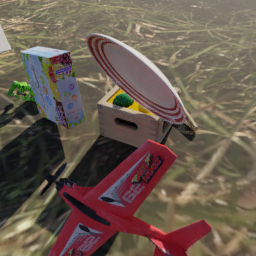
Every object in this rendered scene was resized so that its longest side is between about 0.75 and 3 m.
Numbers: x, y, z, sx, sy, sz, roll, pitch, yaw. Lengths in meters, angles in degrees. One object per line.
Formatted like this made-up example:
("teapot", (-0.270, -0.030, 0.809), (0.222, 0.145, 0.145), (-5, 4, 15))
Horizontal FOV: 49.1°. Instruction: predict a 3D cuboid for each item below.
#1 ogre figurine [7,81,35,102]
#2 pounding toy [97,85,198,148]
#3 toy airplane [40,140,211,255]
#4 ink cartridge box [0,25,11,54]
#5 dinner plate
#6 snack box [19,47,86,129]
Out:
("ogre figurine", (-3.255, -1.145, 8.660), (0.882, 0.529, 0.433), (23, 29, 10))
("pounding toy", (0.842, -0.674, 7.673), (2.299, 1.198, 2.617), (18, 43, 21))
("toy airplane", (0.056, 1.409, 4.148), (2.884, 2.884, 0.530), (3, 24, 4))
("ink cartridge box", (-5.665, -2.803, 8.569), (2.852, 2.082, 2.092), (-10, 21, 28))
("dinner plate", (0.191, -0.967, 5.514), (2.498, 2.498, 0.303), (34, 79, 35))
("snack box", (-1.963, -1.083, 7.348), (0.637, 1.883, 1.588), (-30, 36, -34))
